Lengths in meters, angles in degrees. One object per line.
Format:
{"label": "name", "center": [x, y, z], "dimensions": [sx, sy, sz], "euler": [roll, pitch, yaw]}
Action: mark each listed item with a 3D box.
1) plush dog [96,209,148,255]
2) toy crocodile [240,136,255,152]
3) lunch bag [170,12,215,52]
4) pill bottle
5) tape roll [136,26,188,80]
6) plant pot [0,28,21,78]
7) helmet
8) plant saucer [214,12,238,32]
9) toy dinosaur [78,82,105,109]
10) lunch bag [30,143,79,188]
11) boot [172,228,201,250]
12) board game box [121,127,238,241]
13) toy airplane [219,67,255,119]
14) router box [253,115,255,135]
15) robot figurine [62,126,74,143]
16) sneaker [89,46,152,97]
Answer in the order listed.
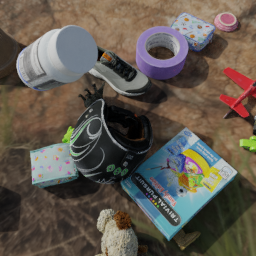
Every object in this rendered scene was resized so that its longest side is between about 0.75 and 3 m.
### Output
{"label": "plush dog", "center": [-0.224, 3.310, 7.816], "dimensions": [1.634, 1.749, 2.036], "euler": [9, 67, 4]}
{"label": "toy crocodile", "center": [4.643, 0.609, 9.756], "dimensions": [1.469, 0.454, 0.496], "euler": [2, 64, 5]}
{"label": "lunch bag", "center": [2.685, -3.992, 11.625], "dimensions": [1.739, 0.657, 1.393], "euler": [34, 68, 15]}
{"label": "pill bottle", "center": [-2.148, -2.020, 8.354], "dimensions": [1.525, 2.681, 1.525], "euler": [2, 88, -40]}
{"label": "tape roll", "center": [1.313, -2.969, 11.062], "dimensions": [1.984, 0.843, 1.984], "euler": [0, 66, -1]}
{"label": "plant pot", "center": [-5.445, -3.267, 10.611], "dimensions": [2.211, 1.928, 2.211], "euler": [0, 65, 0]}
{"label": "helmet", "center": [-0.633, 0.493, 8.675], "dimensions": [2.487, 2.371, 2.487], "euler": [24, 44, -26]}
{"label": "plant saucer", "center": [4.267, -4.625, 12.108], "dimensions": [1.001, 0.254, 1.001], "euler": [0, 66, 1]}
{"label": "toy dinosaur", "center": [-1.265, -1.047, 10.250], "dimensions": [0.662, 0.880, 1.720], "euler": [-10, 38, 29]}
{"label": "lunch bag", "center": [-2.377, 1.214, 9.228], "dimensions": [1.430, 0.872, 1.218], "euler": [-14, 66, 0]}
{"label": "boot", "center": [1.654, 3.143, 8.684], "dimensions": [0.837, 0.316, 0.956], "euler": [-33, 69, -13]}
{"label": "board game box", "center": [1.602, 1.673, 8.954], "dimensions": [2.928, 0.687, 2.211], "euler": [-38, 63, -15]}
{"label": "toy airplane", "center": [4.443, -1.330, 10.536], "dimensions": [2.680, 0.493, 2.680], "euler": [-1, 65, 1]}
{"label": "router box", "center": [4.694, -0.204, 9.990], "dimensions": [0.202, 0.591, 0.792], "euler": [15, 68, 7]}
{"label": "robot figurine", "center": [-1.881, 0.296, 9.828], "dimensions": [0.852, 0.493, 0.748], "euler": [-40, 73, -16]}
{"label": "sneaker", "center": [-0.454, -2.174, 10.548], "dimensions": [2.944, 1.167, 1.088], "euler": [29, 68, 11]}
